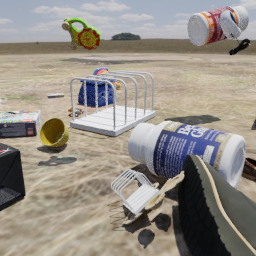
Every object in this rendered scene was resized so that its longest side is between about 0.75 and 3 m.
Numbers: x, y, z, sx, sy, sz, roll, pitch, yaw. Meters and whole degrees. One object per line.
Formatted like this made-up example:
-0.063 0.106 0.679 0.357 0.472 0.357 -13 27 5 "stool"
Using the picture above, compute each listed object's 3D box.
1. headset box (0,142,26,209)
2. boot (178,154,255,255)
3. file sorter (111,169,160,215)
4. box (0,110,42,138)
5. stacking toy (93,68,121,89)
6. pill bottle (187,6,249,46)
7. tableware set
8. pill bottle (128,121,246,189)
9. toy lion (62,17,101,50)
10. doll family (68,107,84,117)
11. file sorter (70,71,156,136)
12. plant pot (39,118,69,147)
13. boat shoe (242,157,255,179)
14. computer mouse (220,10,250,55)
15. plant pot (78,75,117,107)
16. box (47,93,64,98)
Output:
-3.715 0.869 5.262 2.837 1.096 2.111 15 23 33 "headset box"
1.951 1.456 3.891 2.045 1.145 2.957 4 29 -7 "boot"
0.081 1.071 4.903 0.550 0.494 0.793 -41 7 -13 "file sorter"
-4.360 -0.124 9.172 2.797 0.486 1.539 -3 19 -11 "box"
-1.138 -2.779 16.680 1.073 1.135 1.956 -16 38 -41 "stacking toy"
3.193 -3.645 9.896 1.932 1.103 1.103 -19 24 -17 "pill bottle"
0.420 1.157 4.709 1.195 0.139 0.998 -41 -1 42 "tableware set"
1.166 0.542 5.947 2.261 1.256 1.256 13 23 34 "pill bottle"
-1.041 -2.194 6.558 0.785 0.819 0.281 -6 46 13 "toy lion"
-2.097 -0.697 11.107 0.480 0.348 0.773 5 19 14 "doll family"
-0.457 -1.046 10.010 1.925 1.728 2.774 12 21 30 "file sorter"
-1.996 0.196 7.915 0.819 0.819 0.581 8 -19 22 "plant pot"
3.029 0.972 6.037 1.188 0.418 0.418 17 24 39 "boat shoe"
3.205 -2.974 8.699 0.295 1.346 0.738 -34 7 -33 "computer mouse"
-1.399 -1.745 12.877 1.357 1.220 1.357 14 23 34 "plant pot"
-3.687 -1.642 14.262 0.786 0.136 0.433 -8 20 -23 "box"
